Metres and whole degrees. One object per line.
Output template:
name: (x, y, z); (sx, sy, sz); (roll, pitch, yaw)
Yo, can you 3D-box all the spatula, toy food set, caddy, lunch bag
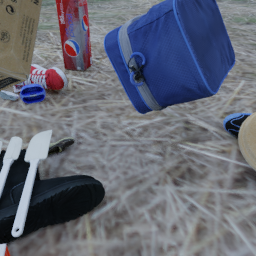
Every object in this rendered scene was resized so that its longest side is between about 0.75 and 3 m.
spatula: (-2.516, 1.036, 5.552); (1.756, 0.203, 2.525); (-7, 43, 3)
toy food set: (3.909, 0.448, 6.644); (2.434, 0.598, 2.459); (-26, 52, -12)
caddy: (-3.371, -1.209, 9.926); (0.871, 0.616, 0.457); (-13, 29, -17)
lunch bag: (0.736, -1.345, 5.131); (1.649, 1.693, 2.492); (-15, 18, 38)

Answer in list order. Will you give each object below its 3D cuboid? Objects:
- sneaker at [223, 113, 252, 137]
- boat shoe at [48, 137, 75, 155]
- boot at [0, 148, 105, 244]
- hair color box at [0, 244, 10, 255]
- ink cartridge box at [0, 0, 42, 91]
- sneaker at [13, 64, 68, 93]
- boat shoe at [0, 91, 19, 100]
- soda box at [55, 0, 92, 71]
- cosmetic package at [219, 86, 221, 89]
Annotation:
sneaker: (3.712, 0.156, 7.713); (2.141, 0.751, 0.834); (13, 28, 17)
boat shoe: (-1.855, 0.525, 7.591); (0.908, 0.332, 0.294); (-21, 48, -21)
boot: (-2.008, 1.176, 6.070); (2.518, 0.932, 2.064); (-18, 36, -20)
hair color box: (-2.376, 2.689, 4.040); (1.006, 0.580, 1.815); (-5, 32, -8)
ink cartridge box: (-3.068, -2.331, 6.659); (1.025, 2.730, 2.249); (15, -13, -42)
sneaker: (-3.484, -1.800, 10.536); (2.538, 0.904, 1.427); (18, 33, 38)
boat shoe: (-4.346, -1.178, 10.227); (0.787, 0.289, 0.263); (20, 25, 11)
soda box: (-2.272, -4.062, 12.048); (1.046, 2.987, 0.947); (9, 32, 15)
cosmetic package: (3.161, -1.860, 10.963); (0.984, 0.555, 0.399); (6, 34, 13)
